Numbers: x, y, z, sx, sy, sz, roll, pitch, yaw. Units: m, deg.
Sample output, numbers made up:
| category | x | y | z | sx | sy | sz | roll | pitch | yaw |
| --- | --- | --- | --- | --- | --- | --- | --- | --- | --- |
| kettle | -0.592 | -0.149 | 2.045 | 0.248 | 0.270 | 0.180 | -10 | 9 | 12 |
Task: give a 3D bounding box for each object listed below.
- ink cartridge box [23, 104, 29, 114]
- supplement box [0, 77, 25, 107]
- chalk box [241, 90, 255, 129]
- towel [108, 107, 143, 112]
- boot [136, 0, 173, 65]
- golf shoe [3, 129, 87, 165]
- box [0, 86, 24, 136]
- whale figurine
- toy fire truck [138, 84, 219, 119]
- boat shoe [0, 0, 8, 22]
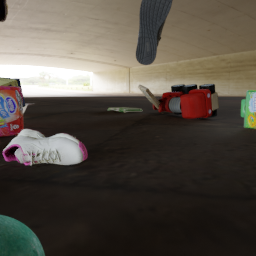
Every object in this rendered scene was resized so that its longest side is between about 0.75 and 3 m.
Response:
| category | x | y | z | sx | sy | sz | roll | pitch | yaw |
| --- | --- | --- | --- | --- | --- | --- | --- | --- | --- |
| ink cartridge box | -5.104 | -0.732 | 11.620 | 1.699 | 0.529 | 2.111 | 0 | 6 | 6 |
| supplement box | -4.845 | -1.065 | 9.800 | 1.618 | 1.086 | 1.616 | 9 | 28 | 22 |
| chalk box | 3.996 | -0.527 | 7.904 | 1.089 | 1.096 | 1.757 | -7 | 9 | -43 |
| towel | -0.161 | -0.940 | 14.313 | 1.195 | 0.183 | 1.567 | -6 | 9 | -38 |
| boot | 0.725 | -3.325 | 9.019 | 0.891 | 2.554 | 1.681 | 17 | 19 | -2 |
| golf shoe | -1.208 | 0.367 | 4.018 | 1.320 | 0.497 | 0.604 | 4 | 28 | 28 |
| box | -3.565 | -0.483 | 7.165 | 1.227 | 1.175 | 2.461 | -5 | 9 | -33 |
| whale figurine | -0.683 | 0.693 | 1.148 | 0.740 | 0.483 | 0.930 | -1 | 8 | -4 |
| toy fire truck | 1.856 | -1.083 | 10.903 | 2.631 | 1.693 | 2.316 | -19 | 18 | -34 |
| boat shoe | -3.710 | -3.844 | 7.610 | 0.729 | 0.604 | 2.030 | -29 | -20 | -26 |
